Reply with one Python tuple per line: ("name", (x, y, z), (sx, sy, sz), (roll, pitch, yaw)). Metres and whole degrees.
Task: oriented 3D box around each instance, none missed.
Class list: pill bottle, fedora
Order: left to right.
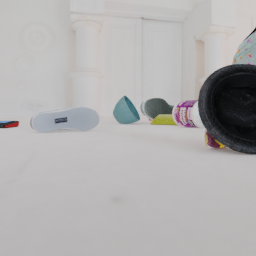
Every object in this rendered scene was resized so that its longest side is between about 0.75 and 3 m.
("pill bottle", (2.181, -0.453, 8.896), (0.885, 0.885, 1.577), (-1, 3, -25))
("fedora", (1.355, -0.187, 3.356), (1.171, 1.171, 0.535), (0, -12, -4))

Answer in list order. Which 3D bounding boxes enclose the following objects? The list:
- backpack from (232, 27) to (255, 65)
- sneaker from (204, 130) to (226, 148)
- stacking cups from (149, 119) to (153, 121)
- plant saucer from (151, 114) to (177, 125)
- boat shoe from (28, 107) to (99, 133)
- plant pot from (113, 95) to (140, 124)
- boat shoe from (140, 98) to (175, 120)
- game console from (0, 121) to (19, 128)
("backpack", (3.393, -1.994, 7.273), (1.182, 0.897, 1.417), (40, -26, -7))
("sneaker", (1.382, 0.099, 3.680), (0.875, 0.328, 0.394), (-3, -2, -37))
("stacking cups", (2.172, -0.600, 15.912), (1.969, 0.596, 0.596), (-5, 3, -2))
("plant saucer", (2.103, -0.354, 11.434), (1.761, 0.422, 1.758), (2, 4, 42))
("boat shoe", (-1.591, -0.190, 7.017), (1.755, 0.632, 0.577), (-12, 13, -32))
("plant pot", (-0.151, -0.643, 11.843), (0.821, 1.220, 1.220), (-32, -6, 15))
("boat shoe", (1.486, -0.711, 12.841), (0.957, 1.099, 2.983), (-5, -5, 41))
("game console", (-4.365, -0.121, 9.047), (1.384, 0.215, 1.224), (0, 3, 0))
